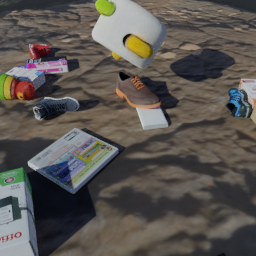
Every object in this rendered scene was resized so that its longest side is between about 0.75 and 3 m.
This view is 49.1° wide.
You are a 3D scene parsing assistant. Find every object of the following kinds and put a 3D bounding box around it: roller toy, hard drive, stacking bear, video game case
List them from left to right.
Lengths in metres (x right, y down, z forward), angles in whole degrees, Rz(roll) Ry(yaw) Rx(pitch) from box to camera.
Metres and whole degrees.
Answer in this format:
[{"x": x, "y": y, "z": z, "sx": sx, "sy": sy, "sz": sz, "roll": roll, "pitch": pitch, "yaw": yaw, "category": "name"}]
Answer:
[{"x": -4.623, "y": -1.553, "z": 10.901, "sx": 1.918, "sy": 1.165, "sz": 1.091, "roll": 9, "pitch": 40, "yaw": -2, "category": "stacking bear"}, {"x": -1.599, "y": 0.875, "z": 8.380, "sx": 1.829, "sy": 0.222, "sz": 2.009, "roll": 23, "pitch": 43, "yaw": 27, "category": "video game case"}, {"x": 0.032, "y": -2.980, "z": 9.125, "sx": 2.374, "sy": 1.659, "sz": 2.166, "roll": 34, "pitch": 12, "yaw": 13, "category": "roller toy"}, {"x": 0.847, "y": -0.447, "z": 10.107, "sx": 0.867, "sy": 0.173, "sz": 1.315, "roll": -6, "pitch": 38, "yaw": -8, "category": "hard drive"}]

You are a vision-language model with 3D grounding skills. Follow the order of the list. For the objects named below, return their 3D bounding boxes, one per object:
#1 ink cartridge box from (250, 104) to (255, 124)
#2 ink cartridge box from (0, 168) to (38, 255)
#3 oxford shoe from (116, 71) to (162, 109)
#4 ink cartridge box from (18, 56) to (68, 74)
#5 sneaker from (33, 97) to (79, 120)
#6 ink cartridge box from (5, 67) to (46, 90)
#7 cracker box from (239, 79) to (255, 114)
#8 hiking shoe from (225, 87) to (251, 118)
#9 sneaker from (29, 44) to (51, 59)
[{"x": 5.367, "y": -0.813, "z": 9.452, "sx": 1.885, "sy": 1.553, "sz": 0.708, "roll": -4, "pitch": 38, "yaw": -5, "category": "ink cartridge box"}, {"x": -2.953, "y": 2.082, "z": 6.273, "sx": 1.574, "sy": 0.892, "sz": 2.147, "roll": -13, "pitch": 40, "yaw": -16, "category": "ink cartridge box"}, {"x": 0.297, "y": -1.444, "z": 10.563, "sx": 0.898, "sy": 0.915, "sz": 2.524, "roll": -25, "pitch": 37, "yaw": -28, "category": "oxford shoe"}, {"x": -4.001, "y": -2.880, "z": 13.057, "sx": 2.344, "sy": 0.435, "sz": 1.110, "roll": -10, "pitch": 39, "yaw": -9, "category": "ink cartridge box"}, {"x": -2.614, "y": -0.677, "z": 9.970, "sx": 1.556, "sy": 0.592, "sz": 1.124, "roll": 2, "pitch": 26, "yaw": 18, "category": "sneaker"}, {"x": -4.411, "y": -2.113, "z": 11.958, "sx": 1.486, "sy": 0.504, "sz": 0.862, "roll": 13, "pitch": 40, "yaw": 16, "category": "ink cartridge box"}, {"x": 5.173, "y": -1.245, "z": 10.828, "sx": 1.231, "sy": 0.530, "sz": 1.838, "roll": 1, "pitch": 37, "yaw": 2, "category": "cracker box"}, {"x": 3.985, "y": -1.014, "z": 10.468, "sx": 0.715, "sy": 0.614, "sz": 1.650, "roll": 0, "pitch": 38, "yaw": -2, "category": "hiking shoe"}, {"x": -4.409, "y": -3.871, "z": 14.085, "sx": 1.019, "sy": 0.691, "sz": 1.765, "roll": -13, "pitch": 41, "yaw": -14, "category": "sneaker"}]
